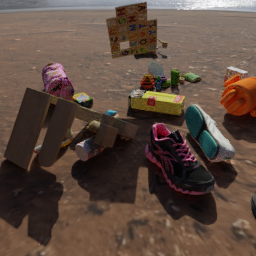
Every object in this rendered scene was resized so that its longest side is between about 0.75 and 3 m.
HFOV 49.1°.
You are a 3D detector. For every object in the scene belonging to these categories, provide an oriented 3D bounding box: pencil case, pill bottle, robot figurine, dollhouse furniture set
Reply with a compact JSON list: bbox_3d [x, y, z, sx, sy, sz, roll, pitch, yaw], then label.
[{"bbox_3d":[-3.322,-2.149,13.070,1.271,1.216,2.938,-22,33,-11],"label":"pencil case"},{"bbox_3d":[-1.134,0.588,8.949,0.573,0.573,1.005,23,37,35],"label":"pill bottle"},{"bbox_3d":[4.849,-1.355,11.586,2.347,1.368,1.688,-21,31,-32],"label":"robot figurine"},{"bbox_3d":[-1.769,0.423,9.319,2.721,2.331,2.861,19,0,30],"label":"dollhouse furniture set"},{"bbox_3d":[3.029,-2.850,14.868,1.861,0.719,0.930,-20,36,-31],"label":"dollhouse furniture set"}]

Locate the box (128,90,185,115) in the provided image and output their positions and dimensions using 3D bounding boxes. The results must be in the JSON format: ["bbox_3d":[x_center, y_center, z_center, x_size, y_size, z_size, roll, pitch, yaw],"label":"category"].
[{"bbox_3d":[1.199,-1.114,11.943,2.288,0.573,0.861,12,32,19],"label":"box"}]

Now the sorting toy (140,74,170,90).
[{"bbox_3d":[1.423,-2.433,14.181,1.626,0.667,0.977,-9,31,-16],"label":"sorting toy"}]

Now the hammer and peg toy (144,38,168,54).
[{"bbox_3d":[1.600,-5.846,20.081,2.297,0.810,1.689,-2,28,-3],"label":"hammer and peg toy"}]

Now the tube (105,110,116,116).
[{"bbox_3d":[-0.791,-0.540,11.324,0.374,0.243,0.966,18,29,15],"label":"tube"}]

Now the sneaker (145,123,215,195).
[{"bbox_3d":[1.396,0.757,7.955,1.075,1.298,2.721,-15,34,-28],"label":"sneaker"}]

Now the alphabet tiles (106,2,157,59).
[{"bbox_3d":[0.211,-4.063,11.813,2.098,2.510,0.095,-11,57,-2],"label":"alphabet tiles"}]

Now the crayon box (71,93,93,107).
[{"bbox_3d":[-2.112,-1.290,12.569,0.666,0.273,1.060,-19,34,-30],"label":"crayon box"}]

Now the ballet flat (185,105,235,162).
[{"bbox_3d":[2.744,0.191,9.507,0.980,0.980,2.824,-4,34,-7],"label":"ballet flat"}]

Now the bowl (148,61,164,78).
[{"bbox_3d":[1.448,-3.125,15.408,1.021,0.459,1.021,15,61,-27],"label":"bowl"}]

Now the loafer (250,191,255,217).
[{"bbox_3d":[3.346,2.089,6.200,0.772,0.676,2.149,-1,30,-3],"label":"loafer"}]

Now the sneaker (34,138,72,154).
[{"bbox_3d":[-2.490,0.417,9.228,0.572,0.603,1.469,18,35,29],"label":"sneaker"}]

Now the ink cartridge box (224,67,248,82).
[{"bbox_3d":[5.537,-2.615,14.393,0.439,0.776,1.060,-19,36,-30],"label":"ink cartridge box"}]
